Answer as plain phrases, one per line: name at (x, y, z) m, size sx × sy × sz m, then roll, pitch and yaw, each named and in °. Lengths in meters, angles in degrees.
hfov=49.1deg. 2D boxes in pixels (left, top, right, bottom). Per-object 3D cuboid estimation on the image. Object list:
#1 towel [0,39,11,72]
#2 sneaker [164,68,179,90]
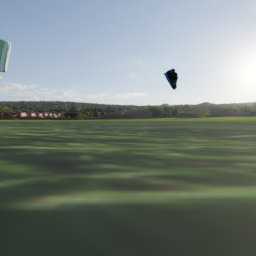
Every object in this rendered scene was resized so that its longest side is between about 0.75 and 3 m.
towel at (-4.107, -2.191, 7.890) m, size 1.420 × 1.083 × 0.166 m, roll 12°, pitch -19°, yaw -32°
sneaker at (1.242, -1.315, 7.600) m, size 0.319 × 0.288 × 0.820 m, roll -28°, pitch -28°, yaw 14°
